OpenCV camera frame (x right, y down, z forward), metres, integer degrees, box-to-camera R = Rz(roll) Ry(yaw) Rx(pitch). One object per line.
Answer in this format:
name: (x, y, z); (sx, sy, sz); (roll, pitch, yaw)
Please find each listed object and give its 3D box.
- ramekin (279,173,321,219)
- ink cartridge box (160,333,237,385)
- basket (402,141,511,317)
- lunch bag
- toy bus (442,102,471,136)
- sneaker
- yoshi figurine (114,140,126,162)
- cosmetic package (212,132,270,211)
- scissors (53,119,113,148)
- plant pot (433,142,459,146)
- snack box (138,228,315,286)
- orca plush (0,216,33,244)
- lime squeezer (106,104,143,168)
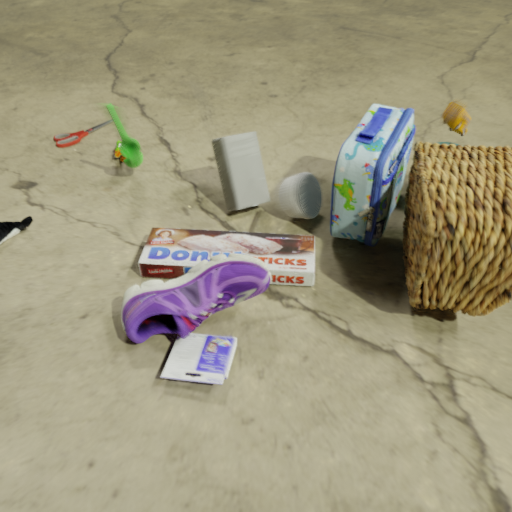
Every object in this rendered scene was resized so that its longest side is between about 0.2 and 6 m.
ramekin: (0.951, -1.309, 12.350); (0.535, 1.019, 1.019); (-2, 31, 38)
ink cartridge box: (-0.920, 1.714, 9.157); (1.038, 0.227, 1.048); (5, 37, 11)
basket: (3.992, -0.426, 10.187); (2.377, 2.278, 3.191); (4, 38, 7)
lunch bag: (2.485, -1.798, 11.872); (1.197, 2.335, 2.904); (15, 40, 19)
toy bus: (4.359, -2.946, 12.145); (0.352, 0.424, 1.082); (36, 14, 28)
sneaker: (-0.974, 0.862, 9.547); (2.676, 1.079, 1.116); (-20, 41, 2)
yoshi figurine: (-3.490, -2.818, 14.701); (0.449, 0.451, 0.802); (2, 35, -17)
cosmetic package: (-0.334, -1.877, 12.474); (0.866, 1.622, 0.731); (-15, 12, -25)
scissors: (-4.716, -3.439, 15.706); (1.992, 0.139, 0.729); (-25, 43, -30)
plant pot: (4.240, -1.787, 12.669); (1.415, 1.329, 1.415); (1, 39, 0)
snack box: (-0.528, 0.000, 11.169); (3.385, 0.412, 1.217); (3, 39, 4)
orca plush: (-5.630, -0.297, 11.165); (1.309, 0.885, 2.489); (30, 47, 32)
lime squeezer: (-3.003, -2.631, 13.188); (0.498, 2.639, 0.932); (-14, 81, -7)
